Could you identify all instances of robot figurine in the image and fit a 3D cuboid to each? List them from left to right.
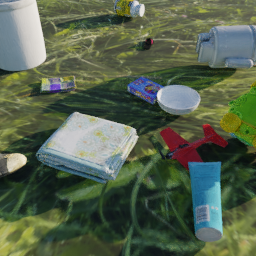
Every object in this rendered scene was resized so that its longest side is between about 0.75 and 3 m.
[{"bbox_3d":[3.925,-3.024,10.455,2.640,1.491,2.239,-2,57,1],"label":"robot figurine"}]

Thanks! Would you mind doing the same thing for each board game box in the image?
[{"bbox_3d":[0.657,-1.294,9.501,1.145,0.256,0.770,32,50,31],"label":"board game box"}]

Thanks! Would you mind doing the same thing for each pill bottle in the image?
[{"bbox_3d":[0.079,-6.334,14.825,1.479,0.828,0.828,18,44,20],"label":"pill bottle"}]

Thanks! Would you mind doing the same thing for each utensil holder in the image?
[{"bbox_3d":[-4.340,-3.727,10.580,2.126,2.502,2.126,1,41,-1],"label":"utensil holder"}]

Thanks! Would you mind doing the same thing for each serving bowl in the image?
[{"bbox_3d":[1.560,-0.818,8.821,1.334,0.439,1.334,0,41,0],"label":"serving bowl"}]

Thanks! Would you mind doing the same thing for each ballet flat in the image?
[{"bbox_3d":[-3.773,0.889,6.492,2.701,0.767,0.898,-7,12,-8],"label":"ballet flat"}]

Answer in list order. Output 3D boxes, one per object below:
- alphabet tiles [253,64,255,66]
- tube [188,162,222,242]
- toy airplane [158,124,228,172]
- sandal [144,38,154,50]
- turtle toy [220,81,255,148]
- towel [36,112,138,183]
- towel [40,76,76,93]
[{"bbox_3d":[4.589,-3.187,11.800,2.436,0.077,2.027,6,42,7],"label":"alphabet tiles"},{"bbox_3d":[1.728,1.459,6.205,0.782,0.509,2.020,1,39,12],"label":"tube"},{"bbox_3d":[1.754,0.483,7.390,2.002,0.368,2.002,0,43,0],"label":"toy airplane"},{"bbox_3d":[0.925,-3.780,12.364,0.382,0.229,1.017,7,42,8],"label":"sandal"},{"bbox_3d":[3.695,-0.016,7.253,1.827,1.267,2.506,-45,58,-11],"label":"turtle toy"},{"bbox_3d":[-1.002,0.447,7.348,2.160,0.520,1.849,15,40,17],"label":"towel"},{"bbox_3d":[-2.453,-1.554,9.890,1.237,0.141,0.888,-6,42,-7],"label":"towel"}]
